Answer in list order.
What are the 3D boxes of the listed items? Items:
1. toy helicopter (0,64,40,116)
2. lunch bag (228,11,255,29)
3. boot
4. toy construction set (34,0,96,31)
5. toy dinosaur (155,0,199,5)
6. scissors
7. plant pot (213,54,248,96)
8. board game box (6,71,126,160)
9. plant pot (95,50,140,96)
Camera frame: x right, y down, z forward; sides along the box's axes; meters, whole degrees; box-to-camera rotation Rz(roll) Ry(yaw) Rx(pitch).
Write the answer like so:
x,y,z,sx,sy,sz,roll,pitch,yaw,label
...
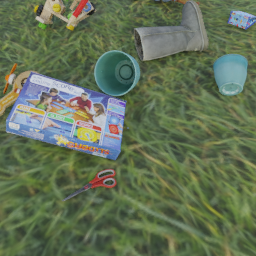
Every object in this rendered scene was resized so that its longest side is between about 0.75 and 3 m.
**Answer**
x,y,z,sx,sy,sz,roll,pitch,yaw,label
-3.259,-1.055,8.102,1.230,0.733,1.859,44,60,-1,toy helicopter
4.827,-4.594,11.632,0.834,0.521,1.108,34,48,29,lunch bag
1.460,-3.585,10.254,2.562,0.930,2.329,-10,67,-4,boot
-2.495,-4.396,10.759,2.169,1.999,2.601,29,16,-33,toy construction set
1.417,-5.926,12.657,2.429,2.676,1.405,15,74,49,toy dinosaur
-0.939,1.362,6.758,1.394,0.097,0.510,-15,54,-11,scissors
3.203,-1.586,8.729,1.032,1.032,0.970,5,63,5,plant pot
-1.464,-0.354,7.342,2.749,0.474,1.861,17,47,-11,board game box
-0.209,-1.679,8.522,1.291,1.291,1.036,18,19,15,plant pot
